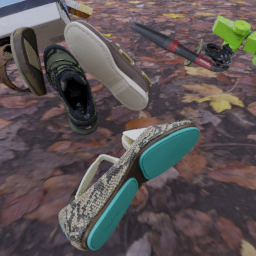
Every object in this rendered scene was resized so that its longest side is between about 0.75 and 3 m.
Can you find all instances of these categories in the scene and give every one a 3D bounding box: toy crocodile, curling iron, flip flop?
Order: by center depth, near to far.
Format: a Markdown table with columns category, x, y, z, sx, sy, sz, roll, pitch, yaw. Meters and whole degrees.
| category | x | y | z | sx | sy | sz | roll | pitch | yaw |
| --- | --- | --- | --- | --- | --- | --- | --- | --- | --- |
| flip flop | -2.220 | -1.220 | 5.645 | 0.855 | 1.205 | 2.971 | -13 | 13 | -21 |
| curling iron | 1.121 | -1.914 | 6.399 | 2.821 | 0.361 | 0.699 | 31 | 60 | 32 |
| flip flop | 1.726 | -2.015 | 7.470 | 0.243 | 0.844 | 0.342 | 24 | 47 | -15 |
| toy crocodile | 3.775 | -2.616 | 8.506 | 2.627 | 0.887 | 0.811 | 36 | 56 | 20 |

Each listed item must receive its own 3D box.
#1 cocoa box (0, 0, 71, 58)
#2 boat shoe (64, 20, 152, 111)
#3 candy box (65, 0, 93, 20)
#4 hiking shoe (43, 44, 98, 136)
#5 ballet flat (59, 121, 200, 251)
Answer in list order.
| category | x | y | z | sx | sy | sz | roll | pitch | yaw |
| --- | --- | --- | --- | --- | --- | --- | --- | --- | --- |
| cocoa box | -2.922 | -3.105 | 7.629 | 2.396 | 1.572 | 1.598 | -15 | -1 | 3 |
| boat shoe | -0.357 | -1.445 | 6.260 | 0.874 | 2.432 | 0.724 | -24 | 32 | 44 |
| candy box | -1.735 | -4.006 | 9.447 | 0.950 | 0.263 | 0.548 | 11 | -4 | -27 |
| hiking shoe | -0.924 | -0.798 | 4.687 | 0.674 | 0.895 | 1.778 | -23 | 76 | -20 |
| ballet flat | -0.021 | 0.592 | 4.197 | 0.954 | 0.860 | 2.534 | 31 | 64 | 36 |
